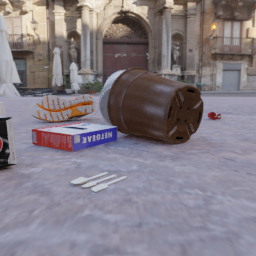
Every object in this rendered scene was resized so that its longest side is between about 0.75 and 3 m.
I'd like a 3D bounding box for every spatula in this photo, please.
[{"bbox_3d":[-0.422,0.788,4.263,0.537,0.062,0.772,5,9,36],"label":"spatula"}]

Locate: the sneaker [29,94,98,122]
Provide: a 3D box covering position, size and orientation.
[{"bbox_3d":[-2.820,-0.762,12.258,2.921,1.143,1.128,-6,-11,-31],"label":"sneaker"}]

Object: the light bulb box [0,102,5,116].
[{"bbox_3d":[-5.571,-0.494,10.166,1.473,0.927,1.486,5,10,27],"label":"light bulb box"}]

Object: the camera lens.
[{"bbox_3d":[-0.133,-1.131,10.505,1.757,1.757,2.197,0,24,3],"label":"camera lens"}]

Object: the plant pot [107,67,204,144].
[{"bbox_3d":[0.820,-0.569,7.691,2.027,2.027,2.006,-7,18,-40],"label":"plant pot"}]

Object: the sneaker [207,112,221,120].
[{"bbox_3d":[3.795,-0.523,12.814,0.928,0.364,0.536,9,-8,-39],"label":"sneaker"}]

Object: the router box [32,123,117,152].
[{"bbox_3d":[-1.343,0.186,7.249,1.479,0.403,1.648,6,10,35],"label":"router box"}]

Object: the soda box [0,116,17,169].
[{"bbox_3d":[-3.222,0.169,5.458,2.648,0.937,0.838,8,14,41],"label":"soda box"}]
